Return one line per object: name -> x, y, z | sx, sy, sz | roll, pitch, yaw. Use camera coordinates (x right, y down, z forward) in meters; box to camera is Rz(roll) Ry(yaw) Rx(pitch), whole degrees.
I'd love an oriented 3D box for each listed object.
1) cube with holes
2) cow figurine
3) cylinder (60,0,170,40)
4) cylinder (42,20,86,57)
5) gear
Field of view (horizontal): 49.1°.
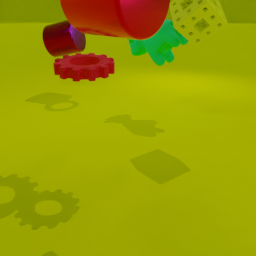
cube with holes -> 1.577, -2.585, 6.352 | 0.850, 0.850, 0.850 | 25, 48, -37
cow figurine -> 0.796, -2.741, 8.592 | 0.959, 1.746, 1.718 | -27, 76, -40
cylinder -> -0.154, -1.628, 3.410 | 0.995, 0.995, 0.995 | 20, 30, 38
cylinder -> -2.515, -3.566, 11.153 | 1.264, 1.264, 1.264 | -6, 20, 19
gear -> -0.768, -1.100, 4.969 | 1.053, 0.195, 1.053 | 1, 30, 0
